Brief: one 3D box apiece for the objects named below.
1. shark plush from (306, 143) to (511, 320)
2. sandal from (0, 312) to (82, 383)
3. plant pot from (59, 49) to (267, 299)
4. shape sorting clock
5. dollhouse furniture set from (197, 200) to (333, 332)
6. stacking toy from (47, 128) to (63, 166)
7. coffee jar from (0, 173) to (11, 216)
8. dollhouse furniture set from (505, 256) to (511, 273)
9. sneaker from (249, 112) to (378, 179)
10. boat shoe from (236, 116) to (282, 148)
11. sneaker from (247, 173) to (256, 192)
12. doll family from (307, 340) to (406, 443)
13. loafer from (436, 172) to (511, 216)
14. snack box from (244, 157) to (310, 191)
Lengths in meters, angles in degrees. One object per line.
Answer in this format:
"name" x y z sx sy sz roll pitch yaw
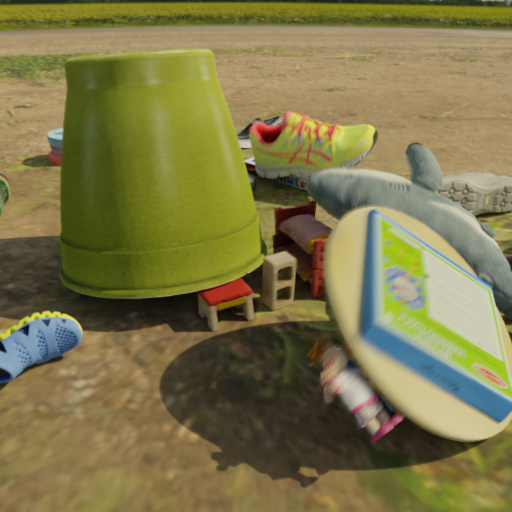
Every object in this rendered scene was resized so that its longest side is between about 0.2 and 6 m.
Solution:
"shark plush" 2.495 0.085 8.055 1.698 1.852 4.077 -7 53 -49
"sandal" -2.912 1.218 6.647 1.713 0.681 0.746 -19 36 -17
"plant pot" -1.544 -1.421 8.431 3.236 3.116 3.236 -4 18 1
"shape sorting clock" 1.897 0.665 6.315 2.841 0.557 2.841 24 43 -24
"dollhouse furniture set" 0.163 0.056 8.363 2.465 1.002 1.326 -14 32 -25
"stacking toy" -4.245 -3.210 14.642 2.456 1.037 2.223 -10 30 -19
"coffee jar" -5.353 -1.125 11.050 0.791 0.647 1.516 -11 29 -6
"dollhouse furniture set" 4.938 -0.230 8.352 1.738 1.557 2.194 -19 33 -32
"sneaker" 1.064 -2.428 11.724 2.915 1.316 1.139 -4 39 29
"boat shoe" 0.004 -3.475 15.534 1.994 0.676 0.715 -23 35 -37
"sneaker" -1.363 -2.037 12.145 2.874 1.258 1.069 11 30 22
"doll family" 1.137 1.303 5.960 1.816 0.818 1.127 -13 58 -48
"loafer" 4.114 -1.215 11.097 2.519 0.881 0.879 -2 22 -21
"snack box" 0.967 -1.896 12.875 2.586 0.314 0.930 22 37 36
